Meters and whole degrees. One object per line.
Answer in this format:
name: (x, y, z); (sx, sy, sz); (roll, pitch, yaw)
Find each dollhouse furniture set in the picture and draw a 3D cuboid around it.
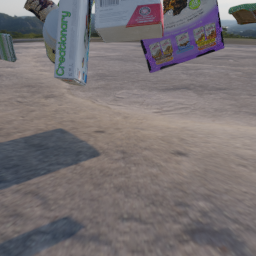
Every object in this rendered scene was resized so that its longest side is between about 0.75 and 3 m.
dollhouse furniture set: (2.893, -2.474, 5.757); (1.024, 0.791, 2.048); (13, 9, 34)

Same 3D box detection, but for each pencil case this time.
pencil case: (-2.582, -3.759, 9.845); (0.961, 2.150, 0.836); (-11, 42, 52)

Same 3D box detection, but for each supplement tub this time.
supplement tub: (-1.650, -2.316, 7.325); (1.068, 1.068, 1.473); (-5, -9, -13)

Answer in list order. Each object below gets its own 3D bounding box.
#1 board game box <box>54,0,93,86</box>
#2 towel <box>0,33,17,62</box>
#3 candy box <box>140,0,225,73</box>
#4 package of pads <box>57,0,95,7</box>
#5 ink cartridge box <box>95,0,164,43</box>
board game box: (-1.059, -2.181, 5.770); (0.435, 2.514, 1.587); (5, 4, -2)
towel: (-3.314, -2.148, 7.424); (0.960, 0.716, 0.147); (17, 32, 35)
candy box: (1.320, -3.376, 8.160); (2.377, 2.834, 1.014); (-17, 34, 8)
package of pads: (-2.005, -4.806, 10.789); (0.649, 1.903, 1.470); (3, 51, -43)
ink cartridge box: (0.034, -2.825, 5.810); (1.350, 1.853, 0.786); (-2, -7, 11)
